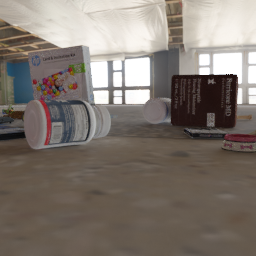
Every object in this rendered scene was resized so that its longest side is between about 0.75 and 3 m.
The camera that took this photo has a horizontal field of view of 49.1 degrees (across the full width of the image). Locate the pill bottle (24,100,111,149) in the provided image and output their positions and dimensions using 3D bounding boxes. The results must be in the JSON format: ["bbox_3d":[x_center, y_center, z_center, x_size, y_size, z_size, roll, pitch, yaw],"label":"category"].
[{"bbox_3d":[-1.449,-0.127,6.911,1.897,1.135,1.135,-4,7,-39],"label":"pill bottle"}]

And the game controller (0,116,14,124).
[{"bbox_3d":[-5.825,-0.254,12.343,0.901,0.364,1.728,-14,3,11],"label":"game controller"}]

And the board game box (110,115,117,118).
[{"bbox_3d":[-1.255,-0.668,16.498,1.063,0.182,0.715,-5,9,-41],"label":"board game box"}]

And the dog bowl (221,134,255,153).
[{"bbox_3d":[2.616,0.332,6.450,0.879,0.324,0.879,0,5,0],"label":"dog bowl"}]

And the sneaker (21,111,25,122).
[{"bbox_3d":[-3.331,-0.625,12.373,2.854,1.054,1.155,-3,4,-39],"label":"sneaker"}]

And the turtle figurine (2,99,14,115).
[{"bbox_3d":[-7.461,-1.279,18.190,1.186,1.223,0.880,18,-42,-20],"label":"turtle figurine"}]

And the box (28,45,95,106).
[{"bbox_3d":[-2.084,-1.206,8.983,2.005,2.571,0.529,-2,7,20],"label":"box"}]

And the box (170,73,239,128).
[{"bbox_3d":[3.387,-1.222,12.268,2.625,2.178,2.156,3,7,23],"label":"box"}]

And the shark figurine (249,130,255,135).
[{"bbox_3d":[3.454,0.240,6.258,1.046,0.730,1.750,-35,4,-8],"label":"shark figurine"}]

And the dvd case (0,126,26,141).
[{"bbox_3d":[-4.003,0.144,8.822,2.276,0.200,1.623,4,6,36],"label":"dvd case"}]

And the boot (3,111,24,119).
[{"bbox_3d":[-6.429,-0.740,15.809,1.290,0.487,0.475,-1,8,1],"label":"boot"}]

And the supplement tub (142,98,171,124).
[{"bbox_3d":[1.558,-0.855,13.458,1.206,1.206,1.827,3,6,27],"label":"supplement tub"}]

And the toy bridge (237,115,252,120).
[{"bbox_3d":[5.800,-0.611,15.546,1.995,0.272,0.671,3,7,26],"label":"toy bridge"}]

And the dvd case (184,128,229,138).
[{"bbox_3d":[2.424,0.151,8.829,1.091,0.179,1.451,1,6,2],"label":"dvd case"}]
